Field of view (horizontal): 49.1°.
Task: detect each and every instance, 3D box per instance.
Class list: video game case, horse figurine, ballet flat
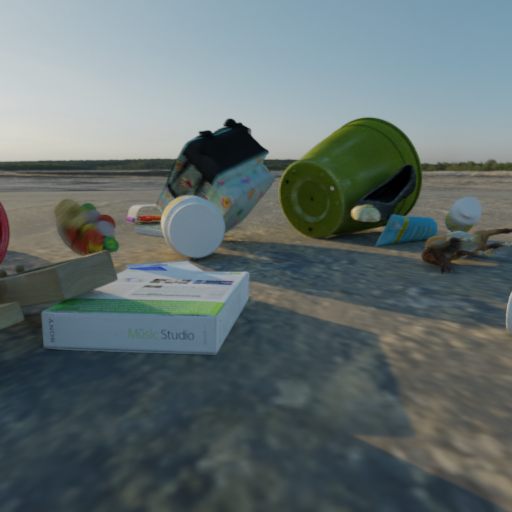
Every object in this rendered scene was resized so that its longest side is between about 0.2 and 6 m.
[{"bbox_3d":[-2.024,-0.634,13.920,1.390,0.168,1.526,-8,11,-43],"label":"video game case"},{"bbox_3d":[3.416,-0.146,9.137,2.149,0.536,1.424,-12,2,-32],"label":"horse figurine"},{"bbox_3d":[2.661,-1.290,11.729,0.801,0.685,2.412,20,36,28],"label":"ballet flat"}]

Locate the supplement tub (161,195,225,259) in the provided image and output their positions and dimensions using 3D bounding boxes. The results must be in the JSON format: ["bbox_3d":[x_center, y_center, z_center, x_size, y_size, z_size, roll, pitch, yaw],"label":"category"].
[{"bbox_3d":[-1.145,-0.528,10.056,1.084,1.084,1.491,-2,9,-12],"label":"supplement tub"}]

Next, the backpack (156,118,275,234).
[{"bbox_3d":[-0.966,-1.489,12.482,2.509,1.923,2.205,-39,1,44],"label":"backpack"}]

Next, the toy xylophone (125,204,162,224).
[{"bbox_3d":[-2.892,-1.293,17.161,2.088,0.525,1.529,-4,9,-24],"label":"toy xylophone"}]

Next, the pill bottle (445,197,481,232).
[{"bbox_3d":[4.126,-0.812,11.123,0.553,0.553,0.994,1,-13,7],"label":"pill bottle"}]

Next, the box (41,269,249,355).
[{"bbox_3d":[-0.945,0.489,5.653,1.527,0.385,2.116,1,7,7],"label":"box"}]

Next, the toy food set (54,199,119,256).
[{"bbox_3d":[-2.636,-0.412,8.790,1.023,1.034,0.251,5,-37,-48],"label":"toy food set"}]

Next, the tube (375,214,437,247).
[{"bbox_3d":[3.209,-0.572,11.966,1.968,0.762,0.496,-5,32,-47],"label":"tube"}]

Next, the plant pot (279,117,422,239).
[{"bbox_3d":[2.045,-1.676,13.480,2.850,2.850,2.744,8,24,42],"label":"plant pot"}]

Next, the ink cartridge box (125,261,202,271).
[{"bbox_3d":[-1.245,0.263,7.669,0.950,0.208,0.959,-3,11,-22],"label":"ink cartridge box"}]

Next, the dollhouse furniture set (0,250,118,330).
[{"bbox_3d":[-2.442,-0.177,4.826,1.766,1.513,1.857,-10,9,40],"label":"dollhouse furniture set"}]

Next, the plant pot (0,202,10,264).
[{"bbox_3d":[-4.006,-0.289,7.004,1.548,1.548,1.410,-5,5,-32],"label":"plant pot"}]

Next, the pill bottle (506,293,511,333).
[{"bbox_3d":[2.654,0.549,4.890,0.807,0.458,0.458,6,10,34],"label":"pill bottle"}]
